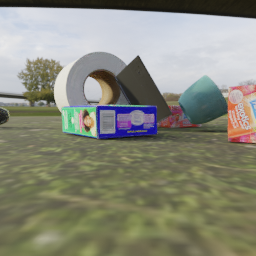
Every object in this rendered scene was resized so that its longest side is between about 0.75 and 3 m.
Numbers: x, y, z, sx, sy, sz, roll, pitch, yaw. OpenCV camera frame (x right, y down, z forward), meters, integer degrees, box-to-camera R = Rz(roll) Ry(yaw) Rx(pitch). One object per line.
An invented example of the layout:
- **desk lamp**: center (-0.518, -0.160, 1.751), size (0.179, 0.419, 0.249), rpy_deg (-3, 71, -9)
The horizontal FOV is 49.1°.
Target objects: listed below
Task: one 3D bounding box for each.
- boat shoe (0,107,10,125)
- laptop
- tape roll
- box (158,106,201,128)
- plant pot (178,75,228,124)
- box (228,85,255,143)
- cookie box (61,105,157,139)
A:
- **boat shoe**: center (-5.999, -0.393, 10.909), size (2.531, 0.904, 0.832), rpy_deg (1, 15, -17)
- **laptop**: center (0.627, -1.143, 9.485), size (1.278, 2.065, 2.205), rpy_deg (-30, -1, 19)
- **tape roll**: center (-1.349, -1.453, 11.207), size (2.858, 2.858, 1.962), rpy_deg (-2, 3, -27)
- **box**: center (2.161, -0.487, 11.555), size (1.760, 0.903, 0.833), rpy_deg (-1, 3, -35)
- **plant pot**: center (2.371, -0.791, 9.155), size (1.170, 1.458, 1.458), rpy_deg (-32, 1, 5)
- **box**: center (3.087, -0.313, 6.048), size (1.087, 1.135, 2.277), rpy_deg (3, 4, 40)
- **cookie box**: center (-0.551, -0.210, 7.346), size (1.761, 0.774, 2.059), rpy_deg (-2, 4, -35)
